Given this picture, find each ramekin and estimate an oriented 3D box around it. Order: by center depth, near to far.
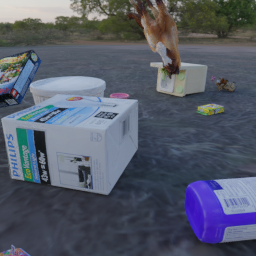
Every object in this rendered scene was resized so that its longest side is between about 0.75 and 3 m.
[{"bbox_3d":[-2.059,-1.014,9.858,2.587,1.205,2.587,0,21,0],"label":"ramekin"}]

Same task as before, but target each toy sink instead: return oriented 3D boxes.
[{"bbox_3d":[2.343,-2.314,13.187,1.603,1.378,2.460,19,22,41],"label":"toy sink"}]

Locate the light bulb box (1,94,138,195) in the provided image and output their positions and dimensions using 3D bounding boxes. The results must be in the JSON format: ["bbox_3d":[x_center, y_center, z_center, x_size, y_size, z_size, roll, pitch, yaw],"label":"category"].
[{"bbox_3d":[-1.114,0.195,6.286,2.233,1.394,2.214,6,21,15],"label":"light bulb box"}]

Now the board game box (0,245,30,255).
[{"bbox_3d":[-1.540,1.838,3.571,0.982,0.191,0.776,15,25,35],"label":"board game box"}]

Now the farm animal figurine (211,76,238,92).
[{"bbox_3d":[4.675,-2.124,13.916,0.983,0.612,1.217,15,13,-16],"label":"farm animal figurine"}]

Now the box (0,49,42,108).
[{"bbox_3d":[-2.940,-0.987,6.155,1.893,0.357,1.293,-7,52,23],"label":"box"}]

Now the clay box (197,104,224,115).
[{"bbox_3d":[3.036,-0.691,10.397,0.958,0.228,0.551,-12,22,-31],"label":"clay box"}]

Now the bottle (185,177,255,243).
[{"bbox_3d":[2.119,1.219,4.411,2.316,0.756,0.967,-3,24,-8],"label":"bottle"}]

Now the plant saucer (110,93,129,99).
[{"bbox_3d":[-0.368,-1.334,12.190,0.813,0.206,0.813,1,20,0],"label":"plant saucer"}]

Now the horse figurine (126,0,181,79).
[{"bbox_3d":[0.555,-2.249,6.072,0.730,1.939,2.926,-30,16,8],"label":"horse figurine"}]
